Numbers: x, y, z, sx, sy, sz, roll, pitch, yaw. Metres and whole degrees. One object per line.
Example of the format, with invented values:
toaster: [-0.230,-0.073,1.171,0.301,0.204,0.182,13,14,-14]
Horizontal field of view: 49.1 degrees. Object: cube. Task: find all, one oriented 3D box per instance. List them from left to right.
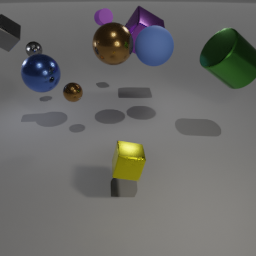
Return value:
cube: [-3.951,-3.040,8.998,0.700,0.700,0.700,25,45,-45]
cube: [0.002,0.836,7.167,0.700,0.700,0.700,10,29,-11]
cube: [0.679,-4.169,12.356,1.400,1.400,1.400,21,46,-24]

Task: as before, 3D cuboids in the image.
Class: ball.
ball: [-4.049,-3.369,12.070,0.700,0.700,0.700,0,28,0]
ball: [-3.190,-2.005,10.290,1.400,1.400,1.400,0,28,0]
ball: [-1.957,-1.268,9.951,0.700,0.700,0.700,0,28,0]
ball: [-0.508,-2.842,9.502,1.400,1.400,1.400,0,28,0]
ball: [0.934,-2.925,10.032,1.400,1.400,1.400,0,28,0]

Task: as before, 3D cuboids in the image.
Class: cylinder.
cylinder: [-1.134,-5.128,12.956,0.700,0.700,0.700,-12,20,-22]
cylinder: [3.247,-2.161,8.847,1.400,1.400,1.400,28,16,-28]
